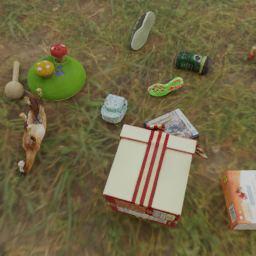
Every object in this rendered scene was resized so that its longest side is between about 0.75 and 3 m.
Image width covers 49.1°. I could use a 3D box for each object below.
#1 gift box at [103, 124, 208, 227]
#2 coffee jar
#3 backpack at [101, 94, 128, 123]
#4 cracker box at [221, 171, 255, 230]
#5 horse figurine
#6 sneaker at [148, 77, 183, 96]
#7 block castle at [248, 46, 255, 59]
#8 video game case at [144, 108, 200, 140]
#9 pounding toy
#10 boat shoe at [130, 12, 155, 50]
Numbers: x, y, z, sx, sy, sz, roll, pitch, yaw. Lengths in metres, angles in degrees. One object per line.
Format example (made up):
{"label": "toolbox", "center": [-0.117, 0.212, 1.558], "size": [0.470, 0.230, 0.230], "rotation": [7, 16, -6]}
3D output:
{"label": "gift box", "center": [0.808, 1.296, 7.683], "size": [2.385, 2.200, 2.227], "rotation": [14, 65, 6]}
{"label": "coffee jar", "center": [2.642, -2.636, 11.267], "size": [1.359, 0.580, 0.708], "rotation": [19, 57, 14]}
{"label": "backpack", "center": [-0.499, -0.673, 9.876], "size": [0.847, 0.718, 0.954], "rotation": [17, 62, 12]}
{"label": "cracker box", "center": [4.014, 2.033, 7.991], "size": [2.307, 0.665, 1.545], "rotation": [0, 55, -1]}
{"label": "horse figurine", "center": [-3.064, -0.054, 9.001], "size": [0.693, 1.840, 2.777], "rotation": [0, 44, -9]}
{"label": "sneaker", "center": [1.422, -1.546, 10.637], "size": [1.342, 0.515, 0.562], "rotation": [-15, 11, 3]}
{"label": "block castle", "center": [5.695, -2.785, 11.347], "size": [0.937, 0.658, 1.403], "rotation": [-23, 56, -11]}
{"label": "video game case", "center": [1.495, 0.070, 9.642], "size": [1.450, 0.185, 1.311], "rotation": [-23, 59, -15]}
{"label": "pounding toy", "center": [-3.131, -2.263, 10.534], "size": [2.938, 1.363, 2.267], "rotation": [-5, 55, -4]}
{"label": "boat shoe", "center": [0.543, -4.217, 12.217], "size": [0.557, 0.660, 1.851], "rotation": [19, 78, 45]}
